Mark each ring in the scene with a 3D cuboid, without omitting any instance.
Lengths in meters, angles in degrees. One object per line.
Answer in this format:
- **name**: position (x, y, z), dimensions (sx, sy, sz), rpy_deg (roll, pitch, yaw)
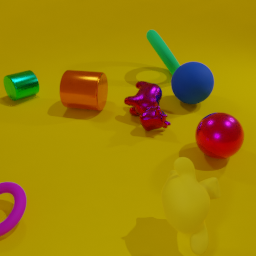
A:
- **ring**: position (-2.459, 1.540, 5.350), dimensions (1.091, 0.218, 1.091), rpy_deg (-8, 52, 11)
- **ring**: position (1.394, -2.841, 10.729), dimensions (0.418, 2.091, 2.091), rpy_deg (-35, 33, 13)

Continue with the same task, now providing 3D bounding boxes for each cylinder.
- **cylinder**: position (-3.588, -1.446, 9.449), dimensions (0.859, 0.859, 0.859), rpy_deg (27, 39, 34)
- **cylinder**: position (-1.355, -1.187, 8.793), dimensions (1.193, 1.193, 1.193), rpy_deg (6, 34, 11)

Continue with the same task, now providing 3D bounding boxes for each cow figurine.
- **cow figurine**: position (0.683, -0.672, 8.200), dimensions (1.581, 0.882, 1.607), rpy_deg (12, 57, 35)

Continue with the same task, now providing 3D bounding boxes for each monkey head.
- **monkey head**: position (1.116, 1.183, 4.688), dimensions (1.130, 1.571, 0.947), rpy_deg (-12, 2, -4)

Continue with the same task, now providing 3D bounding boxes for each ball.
- **ball**: position (2.224, 0.184, 6.841), dimensions (1.144, 1.144, 1.144), rpy_deg (0, 34, 0)
- **ball**: position (2.057, -1.436, 8.962), dimensions (1.341, 1.341, 1.341), rpy_deg (0, 34, 0)
